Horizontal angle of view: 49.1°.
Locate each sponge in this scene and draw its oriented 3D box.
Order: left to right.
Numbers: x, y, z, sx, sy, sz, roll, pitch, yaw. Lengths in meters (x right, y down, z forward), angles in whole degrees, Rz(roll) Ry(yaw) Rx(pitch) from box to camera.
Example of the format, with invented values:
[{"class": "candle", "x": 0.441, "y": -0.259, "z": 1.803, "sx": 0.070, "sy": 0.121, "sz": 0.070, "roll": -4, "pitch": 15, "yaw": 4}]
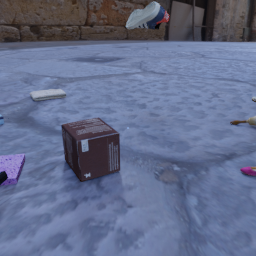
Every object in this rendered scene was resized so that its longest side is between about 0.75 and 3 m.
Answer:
[{"class": "sponge", "x": -3.012, "y": 1.017, "z": 6.951, "sx": 0.700, "sy": 0.187, "sz": 1.256, "roll": -4, "pitch": 22, "yaw": -9}]

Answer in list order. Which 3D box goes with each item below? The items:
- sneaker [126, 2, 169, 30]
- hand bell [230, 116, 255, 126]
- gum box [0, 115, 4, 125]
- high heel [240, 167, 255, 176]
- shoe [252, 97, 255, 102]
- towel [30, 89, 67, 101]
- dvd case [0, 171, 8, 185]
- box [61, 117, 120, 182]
[{"class": "sneaker", "x": 0.749, "y": -4.162, "z": 10.956, "sx": 0.924, "sy": 0.820, "sz": 2.187, "roll": 21, "pitch": -3, "yaw": -31}, {"class": "hand bell", "x": 4.142, "y": -0.216, "z": 9.944, "sx": 0.962, "sy": 0.501, "sz": 0.501, "roll": -5, "pitch": 18, "yaw": 25}, {"class": "gum box", "x": -5.368, "y": -0.324, "z": 10.170, "sx": 1.191, "sy": 0.312, "sz": 1.402, "roll": -20, "pitch": 29, "yaw": -40}, {"class": "high heel", "x": 3.223, "y": 0.938, "z": 6.827, "sx": 0.886, "sy": 0.425, "sz": 0.298, "roll": 5, "pitch": 22, "yaw": 12}, {"class": "shoe", "x": 6.063, "y": -1.265, "z": 12.555, "sx": 0.396, "sy": 0.302, "sz": 1.133, "roll": -10, "pitch": 24, "yaw": -24}, {"class": "towel", "x": -3.833, "y": -1.621, "z": 13.496, "sx": 1.609, "sy": 0.277, "sz": 1.066, "roll": -11, "pitch": 23, "yaw": -25}, {"class": "dvd case", "x": -3.285, "y": 1.439, "z": 4.634, "sx": 1.742, "sy": 0.214, "sz": 2.442, "roll": -17, "pitch": 11, "yaw": 2}, {"class": "box", "x": -0.952, "y": 0.484, "z": 7.071, "sx": 1.071, "sy": 1.082, "sz": 1.304, "roll": -11, "pitch": 24, "yaw": -27}]
